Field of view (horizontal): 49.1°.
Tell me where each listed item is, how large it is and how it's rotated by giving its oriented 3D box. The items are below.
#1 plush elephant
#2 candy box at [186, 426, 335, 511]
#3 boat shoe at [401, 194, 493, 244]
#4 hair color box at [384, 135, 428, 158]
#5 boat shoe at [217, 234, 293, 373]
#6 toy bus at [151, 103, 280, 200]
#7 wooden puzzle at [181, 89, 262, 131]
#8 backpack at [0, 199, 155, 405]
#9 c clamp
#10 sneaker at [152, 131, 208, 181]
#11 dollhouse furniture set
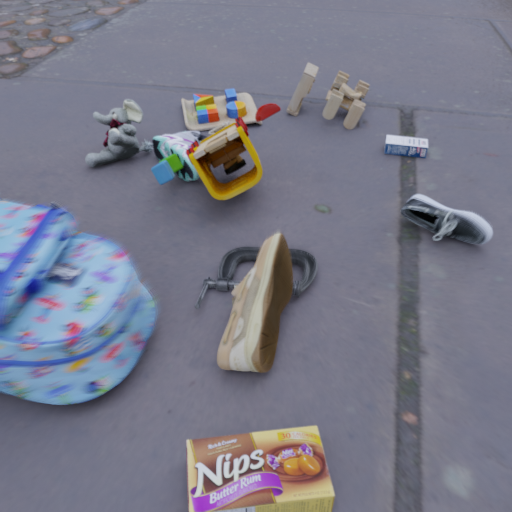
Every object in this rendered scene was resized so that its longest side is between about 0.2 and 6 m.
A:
[{"bbox_3d":[-3.542,-3.229,14.296,1.738,1.432,1.346,-18,78,-45],"label":"plush elephant"},{"bbox_3d":[0.010,2.892,7.355,1.821,0.514,1.063,-3,38,-6],"label":"candy box"},{"bbox_3d":[3.908,-0.678,11.613,1.857,0.686,0.634,33,50,21],"label":"boat shoe"},{"bbox_3d":[3.954,-2.886,14.786,1.084,0.328,0.542,8,39,10],"label":"hair color box"},{"bbox_3d":[-0.015,0.694,9.572,0.896,0.990,2.777,-5,43,23],"label":"boat shoe"},{"bbox_3d":[-0.620,-2.181,12.880,2.705,1.481,2.867,-10,25,50],"label":"toy bus"},{"bbox_3d":[-1.054,-4.390,16.539,2.204,0.510,2.041,-6,38,-8],"label":"wooden puzzle"},{"bbox_3d":[-3.359,0.680,8.789,3.281,2.207,2.995,12,43,8],"label":"backpack"},{"bbox_3d":[0.072,0.428,10.651,2.219,0.300,1.895,-1,35,5],"label":"c clamp"},{"bbox_3d":[-1.544,-2.676,14.124,1.480,0.822,2.115,-23,44,-25],"label":"sneaker"},{"bbox_3d":[2.124,-4.551,16.547,2.038,1.326,1.872,24,41,-4],"label":"dollhouse furniture set"}]
